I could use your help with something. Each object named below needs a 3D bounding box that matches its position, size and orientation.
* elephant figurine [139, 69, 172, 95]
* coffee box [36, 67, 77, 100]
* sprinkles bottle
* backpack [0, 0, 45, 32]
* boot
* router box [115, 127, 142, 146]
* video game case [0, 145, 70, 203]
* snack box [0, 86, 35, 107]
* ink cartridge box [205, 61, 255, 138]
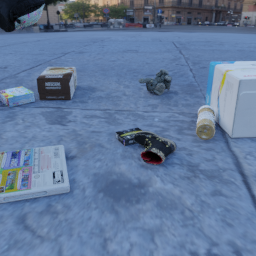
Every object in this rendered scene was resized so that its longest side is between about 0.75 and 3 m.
[{"bbox_3d":[1.328,-2.131,13.777,1.561,1.211,1.105,-36,-1,-15],"label":"elephant figurine"},{"bbox_3d":[-3.430,-2.273,13.896,1.512,1.054,2.643,-2,24,-4],"label":"coffee box"},{"bbox_3d":[2.723,-0.232,9.785,0.620,0.620,1.816,6,24,14],"label":"sprinkles bottle"},{"bbox_3d":[-2.796,-3.052,7.076,1.337,1.116,0.846,-42,7,-37],"label":"backpack"},{"bbox_3d":[0.631,0.567,8.163,1.360,0.498,1.024,20,29,20],"label":"boot"},{"bbox_3d":[0.121,0.271,9.148,0.873,0.228,0.686,-12,26,-25],"label":"router box"},{"bbox_3d":[-2.593,1.112,7.233,1.974,0.239,2.168,-6,25,-14],"label":"video game case"},{"bbox_3d":[-5.084,-1.447,12.737,1.191,0.478,1.412,-19,31,-35],"label":"snack box"},{"bbox_3d":[4.281,-1.149,10.100,2.051,2.042,2.796,-1,24,-3],"label":"ink cartridge box"}]
